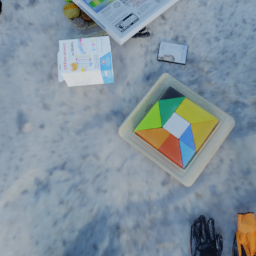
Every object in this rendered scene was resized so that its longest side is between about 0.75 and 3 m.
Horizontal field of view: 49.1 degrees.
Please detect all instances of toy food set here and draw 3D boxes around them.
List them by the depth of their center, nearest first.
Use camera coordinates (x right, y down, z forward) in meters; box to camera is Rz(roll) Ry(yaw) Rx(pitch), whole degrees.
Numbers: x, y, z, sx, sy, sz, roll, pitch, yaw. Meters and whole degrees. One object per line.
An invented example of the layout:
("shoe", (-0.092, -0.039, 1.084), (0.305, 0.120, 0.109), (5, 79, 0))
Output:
("toy food set", (-1.368, -3.681, 8.743), (1.299, 0.378, 1.881), (-17, 79, -4))

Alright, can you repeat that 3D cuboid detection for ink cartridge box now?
("ink cartridge box", (-1.263, -1.871, 8.041), (1.601, 1.003, 1.029), (-6, 78, -2))

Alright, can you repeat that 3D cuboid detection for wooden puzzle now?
("wooden puzzle", (1.396, -0.037, 7.931), (2.584, 0.481, 2.391), (37, 80, 7))

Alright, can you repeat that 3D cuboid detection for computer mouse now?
("computer mouse", (0.249, -3.211, 8.674), (0.762, 0.290, 1.100), (-5, 73, -4))

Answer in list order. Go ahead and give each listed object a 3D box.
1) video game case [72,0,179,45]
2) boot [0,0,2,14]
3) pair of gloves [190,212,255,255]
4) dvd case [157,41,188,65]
("video game case", (-0.103, -4.214, 8.656), (2.830, 0.311, 2.579), (-42, 79, -16))
("boot", (-4.464, -4.007, 8.735), (1.109, 0.504, 1.320), (7, 85, 5))
("pair of gloves", (2.610, 3.133, 7.403), (1.907, 0.236, 1.699), (-4, 80, 2))
("dvd case", (1.377, -2.298, 8.609), (0.888, 0.078, 0.634), (10, 78, 2))
